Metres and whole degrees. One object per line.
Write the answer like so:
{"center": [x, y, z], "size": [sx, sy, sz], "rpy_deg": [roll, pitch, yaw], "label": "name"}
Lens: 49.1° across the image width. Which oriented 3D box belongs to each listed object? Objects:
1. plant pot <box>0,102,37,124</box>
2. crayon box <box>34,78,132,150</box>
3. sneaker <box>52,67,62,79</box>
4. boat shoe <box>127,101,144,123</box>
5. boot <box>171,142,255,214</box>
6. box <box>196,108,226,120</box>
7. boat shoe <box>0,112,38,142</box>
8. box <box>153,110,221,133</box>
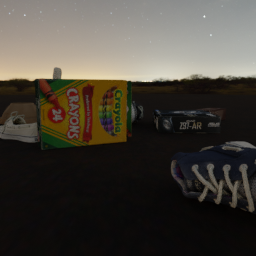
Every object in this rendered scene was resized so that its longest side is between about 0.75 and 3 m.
{"center": [-4.371, -0.634, 11.647], "size": [1.791, 0.827, 1.791], "rpy_deg": [1, 8, 0], "label": "plant pot"}
{"center": [-0.981, -0.438, 7.373], "size": [2.701, 1.715, 0.686], "rpy_deg": [-5, 11, -26], "label": "crayon box"}
{"center": [-2.182, -1.450, 8.522], "size": [0.299, 0.796, 0.352], "rpy_deg": [-3, 18, -40], "label": "sneaker"}
{"center": [0.207, -0.644, 11.525], "size": [0.941, 0.996, 2.777], "rpy_deg": [-2, 2, -6], "label": "boat shoe"}
{"center": [1.288, 0.700, 3.283], "size": [1.138, 0.917, 2.520], "rpy_deg": [-8, 2, -3], "label": "boot"}
{"center": [3.593, -0.577, 12.223], "size": [1.475, 0.553, 0.739], "rpy_deg": [-10, 13, -43], "label": "box"}
{"center": [-3.183, -0.085, 8.072], "size": [1.885, 0.804, 0.696], "rpy_deg": [6, 11, 36], "label": "boat shoe"}
{"center": [1.994, -0.286, 10.218], "size": [2.045, 0.556, 2.552], "rpy_deg": [0, 9, 2], "label": "box"}
